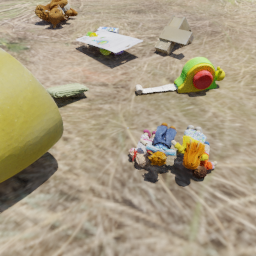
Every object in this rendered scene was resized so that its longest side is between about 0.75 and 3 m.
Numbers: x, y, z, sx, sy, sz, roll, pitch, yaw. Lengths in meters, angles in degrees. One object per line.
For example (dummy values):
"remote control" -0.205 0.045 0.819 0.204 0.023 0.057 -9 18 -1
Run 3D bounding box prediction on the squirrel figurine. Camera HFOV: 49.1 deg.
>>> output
"squirrel figurine" -3.463 -5.360 13.136 1.743 1.233 1.627 -5 47 17

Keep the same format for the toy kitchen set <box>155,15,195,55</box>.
"toy kitchen set" 2.075 -3.292 10.850 1.199 1.326 1.470 28 86 35

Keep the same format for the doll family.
"doll family" 0.962 0.408 5.984 1.957 0.882 1.214 10 40 12

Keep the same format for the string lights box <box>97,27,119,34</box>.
"string lights box" -0.862 -4.172 12.152 0.844 0.249 0.434 8 40 10

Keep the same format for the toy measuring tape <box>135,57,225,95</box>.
"toy measuring tape" 1.609 -1.584 8.398 2.789 1.026 1.026 -6 39 -7

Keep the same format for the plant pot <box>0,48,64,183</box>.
"plant pot" -2.955 0.059 5.121 2.857 2.857 2.028 16 52 19

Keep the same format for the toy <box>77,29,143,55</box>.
"toy" -0.732 -3.153 10.659 1.370 0.562 2.379 -33 47 -30

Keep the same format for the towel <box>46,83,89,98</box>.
"towel" -1.781 -1.120 8.181 1.108 0.202 0.822 -18 26 -33
